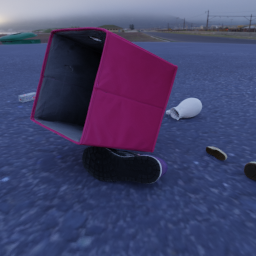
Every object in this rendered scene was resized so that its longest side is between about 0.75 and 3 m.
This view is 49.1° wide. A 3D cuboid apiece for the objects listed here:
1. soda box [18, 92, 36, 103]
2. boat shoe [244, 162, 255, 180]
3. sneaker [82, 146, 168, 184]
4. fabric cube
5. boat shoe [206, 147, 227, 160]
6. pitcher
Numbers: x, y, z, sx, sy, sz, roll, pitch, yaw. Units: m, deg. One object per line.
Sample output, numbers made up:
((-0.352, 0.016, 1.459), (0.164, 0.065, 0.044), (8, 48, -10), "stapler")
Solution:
((-4.780, -1.476, 13.458), (0.313, 0.291, 0.917), (15, 26, 33), "soda box")
((3.595, 1.119, 6.568), (0.598, 0.563, 1.570), (-3, 18, -41), "boat shoe")
((-0.089, 0.930, 6.997), (2.161, 0.818, 0.946), (9, 2, 24), "sneaker")
((-0.643, -0.947, 7.414), (2.525, 2.533, 2.485), (10, 7, -44), "fabric cube")
((2.553, 0.694, 7.967), (0.248, 0.275, 0.763), (-11, 19, -24), "boat shoe")
((2.214, -0.755, 11.166), (1.224, 0.742, 1.050), (-22, 18, -21), "pitcher")
